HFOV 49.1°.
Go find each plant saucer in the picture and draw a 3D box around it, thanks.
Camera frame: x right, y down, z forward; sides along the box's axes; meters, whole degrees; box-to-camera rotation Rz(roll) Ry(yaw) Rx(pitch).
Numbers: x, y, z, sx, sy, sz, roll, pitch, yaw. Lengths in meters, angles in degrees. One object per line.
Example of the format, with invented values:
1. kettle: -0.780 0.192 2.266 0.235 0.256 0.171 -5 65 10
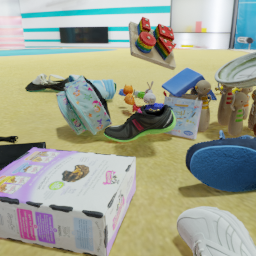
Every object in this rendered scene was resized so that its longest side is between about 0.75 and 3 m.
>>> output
1. plant saucer: 3.250 -1.483 7.420 1.805 0.453 1.805 -23 24 11

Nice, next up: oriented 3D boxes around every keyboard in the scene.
1. keyboard: -3.246 0.596 6.567 2.560 0.264 1.627 -3 26 -12

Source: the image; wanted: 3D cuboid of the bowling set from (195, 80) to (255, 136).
1. bowling set: 3.431 -0.650 8.151 2.833 1.521 1.972 -15 24 -36

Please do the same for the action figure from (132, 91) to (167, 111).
1. action figure: 1.144 -1.024 10.198 1.910 0.945 0.623 4 20 5

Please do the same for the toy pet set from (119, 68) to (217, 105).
1. toy pet set: 1.482 -1.409 9.647 2.966 1.575 2.770 3 22 -17

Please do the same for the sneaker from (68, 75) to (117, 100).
1. sneaker: -1.466 -1.741 12.084 1.654 1.008 2.534 -14 33 -30

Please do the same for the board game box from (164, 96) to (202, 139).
1. board game box: 1.470 -0.300 7.869 1.060 1.057 0.218 12 5 29

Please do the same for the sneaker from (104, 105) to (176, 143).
1. sneaker: 0.281 -0.176 7.616 1.989 0.833 0.763 -16 22 -3

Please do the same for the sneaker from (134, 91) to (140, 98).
1. sneaker: 0.628 -1.444 12.258 0.839 0.301 0.304 25 16 40

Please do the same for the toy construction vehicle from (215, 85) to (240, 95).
1. toy construction vehicle: 4.898 -1.709 12.819 1.545 0.544 1.345 13 34 40

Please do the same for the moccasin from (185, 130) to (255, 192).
1. moccasin: 2.283 0.657 5.467 2.703 1.088 0.922 9 24 -17

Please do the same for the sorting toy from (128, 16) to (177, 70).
1. sorting toy: 0.567 -1.836 5.900 1.036 0.361 1.030 14 52 -22

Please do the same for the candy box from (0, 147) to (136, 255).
1. candy box: -1.043 1.041 4.560 2.067 0.740 1.734 4 20 14

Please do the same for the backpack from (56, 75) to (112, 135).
1. backpack: -1.212 -0.585 7.912 1.312 1.547 1.742 -34 28 -10

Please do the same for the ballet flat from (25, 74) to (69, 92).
1. ballet flat: -3.853 -2.205 13.533 2.382 0.815 0.810 1 28 6

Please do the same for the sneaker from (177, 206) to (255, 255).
1. sneaker: 1.056 1.576 3.122 0.957 0.751 1.927 -14 23 -25
